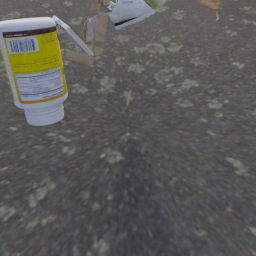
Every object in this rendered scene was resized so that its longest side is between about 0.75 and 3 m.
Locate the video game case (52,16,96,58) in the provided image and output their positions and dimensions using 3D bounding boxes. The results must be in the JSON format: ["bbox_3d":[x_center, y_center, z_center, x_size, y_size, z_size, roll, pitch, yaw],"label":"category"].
[{"bbox_3d":[-1.485,-2.459,7.580,0.134,1.067,1.490,-44,41,2],"label":"video game case"}]

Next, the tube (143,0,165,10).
[{"bbox_3d":[0.216,-2.765,5.332,1.397,0.405,0.363,15,46,-50],"label":"tube"}]

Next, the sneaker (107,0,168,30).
[{"bbox_3d":[0.223,-4.025,9.197,2.387,0.961,0.912,-4,34,43],"label":"sneaker"}]

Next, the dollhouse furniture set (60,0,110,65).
[{"bbox_3d":[-1.003,-2.398,6.377,0.785,1.773,0.919,6,9,-29],"label":"dollhouse furniture set"}]

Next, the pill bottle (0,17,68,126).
[{"bbox_3d":[-1.411,-0.849,4.311,0.843,1.543,0.843,-3,25,2],"label":"pill bottle"}]
